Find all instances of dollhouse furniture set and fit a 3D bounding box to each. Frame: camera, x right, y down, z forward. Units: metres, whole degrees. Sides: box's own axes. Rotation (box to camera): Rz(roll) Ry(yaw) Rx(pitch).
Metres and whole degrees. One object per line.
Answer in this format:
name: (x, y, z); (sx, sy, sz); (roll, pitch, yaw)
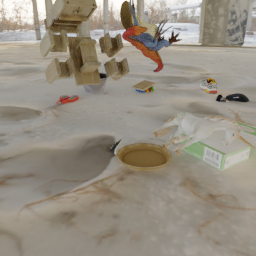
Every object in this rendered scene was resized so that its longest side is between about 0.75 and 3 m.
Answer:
dollhouse furniture set: (-1.731, -2.766, 9.507); (2.499, 2.852, 1.894); (-10, -5, -32)

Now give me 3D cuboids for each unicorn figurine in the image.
unicorn figurine: (2.038, 0.095, 8.530); (1.937, 1.041, 2.820); (-32, 39, -14)

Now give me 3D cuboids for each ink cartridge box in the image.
ink cartridge box: (3.124, 0.428, 8.901); (2.391, 0.573, 1.740); (-14, 25, -31)

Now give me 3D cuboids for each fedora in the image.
fedora: (-1.907, -2.504, 15.803); (1.884, 0.962, 2.130); (-9, 24, -22)

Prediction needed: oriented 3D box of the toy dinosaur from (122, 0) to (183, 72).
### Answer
toy dinosaur: (0.600, -2.284, 7.619); (1.180, 2.247, 2.039); (21, 36, 36)

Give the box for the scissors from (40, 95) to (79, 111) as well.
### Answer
scissors: (-3.253, -1.231, 13.618); (1.002, 0.191, 2.739); (6, 21, 10)

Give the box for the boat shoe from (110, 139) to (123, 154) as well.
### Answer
boat shoe: (-0.353, 0.578, 8.952); (0.242, 0.297, 0.803); (11, 32, 14)

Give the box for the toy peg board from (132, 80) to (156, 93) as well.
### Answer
toy peg board: (0.947, -2.266, 16.053); (0.993, 0.488, 0.998); (-31, 33, -26)

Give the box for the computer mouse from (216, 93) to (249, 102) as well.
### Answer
computer mouse: (5.278, -1.552, 14.208); (1.597, 0.368, 1.121); (11, 23, 27)

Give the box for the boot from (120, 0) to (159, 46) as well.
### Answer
boot: (0.516, -4.287, 11.508); (1.441, 1.854, 0.675); (-18, -4, -40)

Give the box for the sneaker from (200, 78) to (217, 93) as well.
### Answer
sneaker: (4.734, -2.554, 16.209); (0.719, 0.758, 1.846); (-2, 21, -7)

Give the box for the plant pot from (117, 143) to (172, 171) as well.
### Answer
plant pot: (0.478, 0.864, 8.302); (1.614, 0.222, 1.614); (-1, 21, 0)
